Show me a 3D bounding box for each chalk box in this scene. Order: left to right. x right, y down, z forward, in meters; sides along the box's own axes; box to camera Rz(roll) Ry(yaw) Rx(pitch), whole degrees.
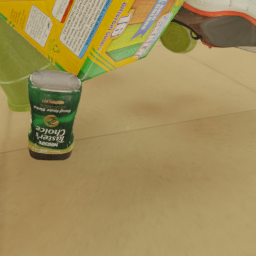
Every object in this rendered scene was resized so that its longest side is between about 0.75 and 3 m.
[{"bbox_3d":[-0.170,-1.887,3.737,1.561,1.569,2.522,42,36,8],"label":"chalk box"}]

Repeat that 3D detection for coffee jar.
[{"bbox_3d":[-0.756,-0.084,2.819,0.491,0.941,0.401,3,39,-16],"label":"coffee jar"}]

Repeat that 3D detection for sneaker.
[{"bbox_3d":[1.895,-1.950,5.032,2.897,1.186,1.116,16,67,-15],"label":"sneaker"}]

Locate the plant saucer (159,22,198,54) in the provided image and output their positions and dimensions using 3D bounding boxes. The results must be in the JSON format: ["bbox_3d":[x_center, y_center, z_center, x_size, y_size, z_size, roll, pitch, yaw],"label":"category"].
[{"bbox_3d":[1.294,-2.496,7.622,1.203,1.203,0.187,19,57,29],"label":"plant saucer"}]

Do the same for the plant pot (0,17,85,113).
[{"bbox_3d":[-1.948,-1.891,5.135,2.380,2.260,2.380,-19,39,17],"label":"plant pot"}]

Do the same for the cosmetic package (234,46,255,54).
[{"bbox_3d":[3.406,-3.243,6.737,1.496,1.011,2.843,29,76,27],"label":"cosmetic package"}]
